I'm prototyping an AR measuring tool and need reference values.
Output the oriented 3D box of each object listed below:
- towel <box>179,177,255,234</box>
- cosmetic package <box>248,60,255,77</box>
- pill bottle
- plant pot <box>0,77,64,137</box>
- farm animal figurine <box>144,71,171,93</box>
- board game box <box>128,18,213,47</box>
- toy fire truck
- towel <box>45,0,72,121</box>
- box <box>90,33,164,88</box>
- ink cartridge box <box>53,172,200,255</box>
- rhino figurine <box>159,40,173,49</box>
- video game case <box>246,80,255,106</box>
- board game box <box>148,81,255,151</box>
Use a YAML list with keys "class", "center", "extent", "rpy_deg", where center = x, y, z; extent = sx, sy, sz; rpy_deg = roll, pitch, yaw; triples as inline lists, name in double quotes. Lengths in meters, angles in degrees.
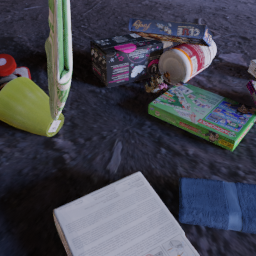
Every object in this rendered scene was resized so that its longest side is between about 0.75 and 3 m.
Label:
- class: "towel"
  center: [2.113, 1.684, 6.064]
  extent: [2.067, 0.502, 1.154]
  rpy_deg: [6, 39, 6]
- class: "cosmetic package"
  center: [5.394, -2.293, 10.985]
  extent: [0.879, 0.540, 0.876]
  rpy_deg: [-9, 40, -12]
- class: "pill bottle"
  center: [2.386, -2.696, 10.843]
  extent: [1.366, 1.366, 2.418]
  rpy_deg: [29, 46, 31]
- class: "plant pot"
  center: [-2.717, -0.456, 8.180]
  extent: [1.593, 1.491, 1.491]
  rpy_deg: [32, 46, 13]
- class: "farm animal figurine"
  center: [1.112, -1.536, 10.122]
  extent: [0.878, 0.546, 1.087]
  rpy_deg: [0, 38, 31]
- class: "board game box"
  center: [1.222, -2.672, 7.853]
  extent: [2.073, 0.359, 1.404]
  rpy_deg: [14, 13, 21]
- class: "toy fire truck"
  center: [-4.406, -1.194, 9.230]
  extent: [2.412, 1.352, 2.025]
  rpy_deg: [-11, 64, -13]
- class: "towel"
  center: [-1.276, -1.236, 4.930]
  extent: [0.278, 2.373, 1.810]
  rpy_deg: [-2, 81, -20]
- class: "box"
  center: [-0.055, -2.688, 10.830]
  extent: [2.382, 1.367, 1.574]
  rpy_deg: [-17, 40, -22]
- class: "ink cartridge box"
  center: [-0.007, 2.264, 5.357]
  extent: [2.087, 0.650, 2.594]
  rpy_deg: [-20, 51, -23]
- class: "rhino figurine"
  center: [1.666, -4.025, 13.214]
  extent: [1.555, 0.465, 0.680]
  rpy_deg: [-29, 58, -34]
- class: "video game case"
  center: [4.734, -0.786, 8.960]
  extent: [1.570, 0.310, 1.732]
  rpy_deg: [18, 38, -7]
- class: "board game box"
  center: [2.366, -0.517, 8.865]
  extent: [2.883, 0.420, 1.940]
  rpy_deg: [28, 47, 30]
